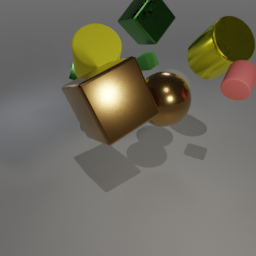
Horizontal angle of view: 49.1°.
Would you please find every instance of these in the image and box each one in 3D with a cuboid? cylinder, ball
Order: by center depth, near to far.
[{"bbox_3d":[2.678,-1.145,6.743,0.700,0.700,0.700,17,58,27],"label":"cylinder"},{"bbox_3d":[0.907,-0.732,7.179,1.400,1.400,1.400,0,30,0],"label":"ball"},{"bbox_3d":[2.681,-2.291,8.222,1.400,1.400,1.400,-12,-6,-20],"label":"cylinder"},{"bbox_3d":[-0.962,-2.158,8.501,1.400,1.400,1.400,2,74,-8],"label":"cylinder"},{"bbox_3d":[1.238,-1.090,8.552,1.400,1.400,1.400,0,30,0],"label":"ball"}]

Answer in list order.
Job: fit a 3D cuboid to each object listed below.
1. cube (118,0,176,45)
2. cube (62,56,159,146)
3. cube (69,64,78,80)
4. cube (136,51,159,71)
[{"bbox_3d":[0.730,-4.345,11.226,1.400,1.400,1.400,-54,32,-5],"label":"cube"},{"bbox_3d":[-0.423,-0.626,6.334,1.400,1.400,1.400,-32,19,-20],"label":"cube"},{"bbox_3d":[-1.923,-2.261,11.756,0.700,0.700,0.700,25,12,32],"label":"cube"},{"bbox_3d":[0.978,-3.341,14.003,0.700,0.700,0.700,-40,29,-28],"label":"cube"}]
